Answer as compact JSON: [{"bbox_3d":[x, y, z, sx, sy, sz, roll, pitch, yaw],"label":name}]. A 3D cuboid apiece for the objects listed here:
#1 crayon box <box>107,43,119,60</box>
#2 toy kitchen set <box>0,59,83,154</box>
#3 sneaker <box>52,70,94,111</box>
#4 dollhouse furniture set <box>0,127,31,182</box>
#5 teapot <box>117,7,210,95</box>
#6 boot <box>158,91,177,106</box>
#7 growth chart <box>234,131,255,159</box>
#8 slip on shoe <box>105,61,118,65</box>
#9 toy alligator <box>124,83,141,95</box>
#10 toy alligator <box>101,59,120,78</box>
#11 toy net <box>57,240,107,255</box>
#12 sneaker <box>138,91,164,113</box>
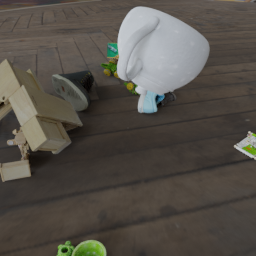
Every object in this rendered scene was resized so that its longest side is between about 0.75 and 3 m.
[{"bbox_3d":[0.384,-3.700,13.812,2.546,0.742,1.512,6,11,10],"label":"crayon box"},{"bbox_3d":[-3.034,-0.036,8.348,2.660,2.400,2.171,58,15,18],"label":"toy kitchen set"},{"bbox_3d":[-1.728,-1.594,10.516,1.469,1.035,2.766,-21,36,-26],"label":"sneaker"},{"bbox_3d":[-2.954,0.563,7.302,0.664,0.777,1.500,-8,32,-16],"label":"dollhouse furniture set"},{"bbox_3d":[0.478,-1.196,4.967,1.762,1.287,1.739,23,9,-26],"label":"teapot"},{"bbox_3d":[1.261,-1.195,10.565,0.857,0.341,0.985,-20,39,-30],"label":"boot"},{"bbox_3d":[3.611,0.498,8.050,1.141,0.101,0.826,-28,42,-36],"label":"growth chart"},{"bbox_3d":[-0.012,-2.968,13.088,2.338,0.708,0.889,16,35,24],"label":"slip on shoe"},{"bbox_3d":[0.618,-1.487,10.927,1.734,0.417,0.575,9,4,21],"label":"toy alligator"},{"bbox_3d":[-0.263,-2.543,12.573,2.165,0.520,0.717,19,71,26],"label":"toy alligator"},{"bbox_3d":[-1.143,2.603,4.338,1.062,0.391,2.024,12,34,18],"label":"toy net"},{"bbox_3d":[0.958,-1.276,10.105,0.801,0.722,1.954,10,58,13],"label":"sneaker"}]
